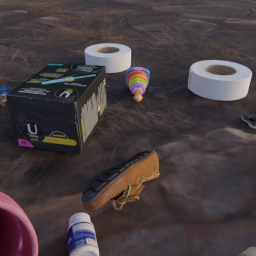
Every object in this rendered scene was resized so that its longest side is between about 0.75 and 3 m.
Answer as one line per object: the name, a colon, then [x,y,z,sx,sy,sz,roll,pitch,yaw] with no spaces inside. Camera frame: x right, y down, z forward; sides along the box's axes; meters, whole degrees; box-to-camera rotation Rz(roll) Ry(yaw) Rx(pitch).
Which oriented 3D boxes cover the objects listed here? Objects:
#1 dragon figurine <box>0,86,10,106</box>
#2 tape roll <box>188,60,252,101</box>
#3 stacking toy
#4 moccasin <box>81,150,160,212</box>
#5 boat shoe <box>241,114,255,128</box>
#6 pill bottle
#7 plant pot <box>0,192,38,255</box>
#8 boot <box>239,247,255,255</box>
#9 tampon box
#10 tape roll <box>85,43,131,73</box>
dragon figurine: [-4.979,-1.344,11.106,1.768,0.520,0.879,11,34,16]
tape roll: [3.859,-2.086,11.941,2.529,0.884,2.529,0,32,0]
stacking toy: [0.390,-1.666,11.477,0.993,0.939,1.710,3,44,-1]
moccasin: [-0.045,1.283,6.356,0.920,0.971,2.516,-19,1,31]
boat shoe: [4.215,-0.299,9.657,0.307,0.277,0.853,-4,32,-6]
pill bottle: [-0.901,2.155,5.486,0.539,0.539,0.932,-8,32,-12]
plant pot: [-2.890,1.873,4.645,2.243,2.243,2.007,-22,22,-31]
boot: [2.199,3.100,3.991,1.949,0.847,2.343,-36,47,-27]
tampon box: [-2.032,-0.755,8.960,2.102,1.770,2.804,7,33,11]
tape roll: [-1.019,-3.653,14.499,2.389,0.836,2.389,0,32,0]
